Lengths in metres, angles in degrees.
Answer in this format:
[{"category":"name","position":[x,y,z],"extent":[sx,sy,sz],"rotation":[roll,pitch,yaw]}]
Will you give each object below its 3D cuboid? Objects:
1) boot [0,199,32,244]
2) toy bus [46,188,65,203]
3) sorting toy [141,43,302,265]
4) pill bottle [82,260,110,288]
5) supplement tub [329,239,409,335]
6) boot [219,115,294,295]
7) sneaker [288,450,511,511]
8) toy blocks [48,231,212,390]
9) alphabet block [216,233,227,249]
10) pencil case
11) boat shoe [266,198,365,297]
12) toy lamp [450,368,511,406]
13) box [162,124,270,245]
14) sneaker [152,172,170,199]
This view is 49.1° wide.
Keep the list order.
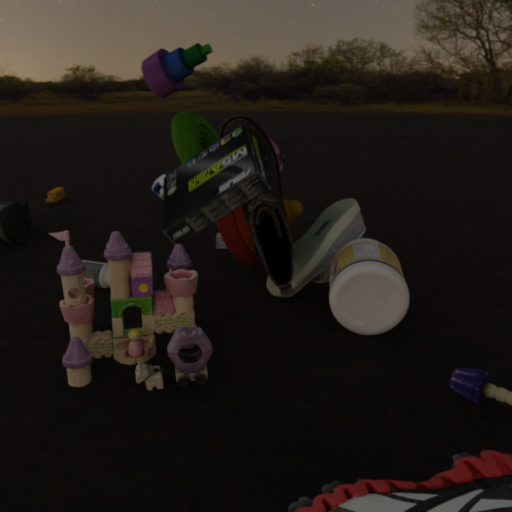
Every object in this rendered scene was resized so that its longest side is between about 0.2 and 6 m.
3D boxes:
[{"category":"boot","position":[-5.963,-0.676,12.280],"extent":[1.693,0.898,2.572],"rotation":[-8,9,-14]},{"category":"toy bus","position":[-5.707,-1.710,15.913],"extent":[0.260,0.313,0.800],"rotation":[1,19,3]},{"category":"sorting toy","position":[-0.423,-1.896,10.126],"extent":[1.448,4.205,1.458],"rotation":[-19,18,24]},{"category":"pill bottle","position":[-2.705,0.326,9.687],"extent":[0.767,0.434,0.434],"rotation":[7,20,22]},{"category":"supplement tub","position":[1.658,0.400,8.432],"extent":[1.106,1.106,1.529],"rotation":[2,19,7]},{"category":"boot","position":[0.103,-0.926,8.810],"extent":[0.931,2.690,2.342],"rotation":[-19,13,2]},{"category":"sneaker","position":[1.163,2.082,3.748],"extent":[2.521,0.891,1.232],"rotation":[-5,17,-20]},{"category":"toy blocks","position":[-1.615,0.495,7.219],"extent":[1.880,1.694,2.012],"rotation":[-3,19,-11]},{"category":"alphabet block","position":[-0.705,-0.315,11.855],"extent":[0.269,0.271,0.276],"rotation":[2,18,1]},{"category":"pencil case","position":[-0.299,-1.513,11.680],"extent":[1.088,1.041,2.516],"rotation":[-24,-12,-27]},{"category":"boat shoe","position":[1.166,0.006,9.713],"extent":[2.422,0.862,0.845],"rotation":[-46,26,-27]},{"category":"toy lamp","position":[2.830,1.578,6.067],"extent":[1.427,0.415,0.415],"rotation":[17,25,39]},{"category":"box","position":[-0.669,-1.125,8.558],"extent":[1.689,0.401,1.631],"rotation":[-30,34,15]},{"category":"sneaker","position":[-1.886,-1.806,15.623],"extent":[2.153,0.867,1.577],"rotation":[21,38,34]}]
